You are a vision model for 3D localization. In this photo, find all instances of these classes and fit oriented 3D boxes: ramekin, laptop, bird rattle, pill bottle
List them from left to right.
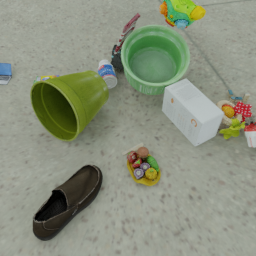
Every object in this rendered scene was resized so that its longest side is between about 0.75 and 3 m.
[{"bbox_3d":[-6.039,-2.571,13.243,0.872,0.540,0.931,5,51,5],"label":"laptop"},{"bbox_3d":[-0.996,-2.550,13.079,0.768,0.768,1.369,-11,52,-8],"label":"pill bottle"},{"bbox_3d":[1.117,-2.826,12.095,2.852,1.393,2.852,0,74,-2],"label":"ramekin"},{"bbox_3d":[4.134,-0.558,11.057,1.477,1.021,1.812,35,59,-3],"label":"bird rattle"}]

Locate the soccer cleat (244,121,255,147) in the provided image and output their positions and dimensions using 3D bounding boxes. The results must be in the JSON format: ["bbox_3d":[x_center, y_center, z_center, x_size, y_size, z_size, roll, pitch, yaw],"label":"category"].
[{"bbox_3d":[5.324,0.094,10.983,2.312,0.985,0.793,-16,12,-38],"label":"soccer cleat"}]

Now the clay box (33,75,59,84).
[{"bbox_3d":[-3.819,-2.108,13.018,1.232,0.293,0.708,-3,50,-4],"label":"clay box"}]

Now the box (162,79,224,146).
[{"bbox_3d":[2.477,-0.643,11.104,1.099,1.402,2.254,-24,55,-19],"label":"box"}]

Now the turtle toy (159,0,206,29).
[{"bbox_3d":[1.986,-4.468,10.692,1.689,1.171,2.317,41,29,1],"label":"turtle toy"}]

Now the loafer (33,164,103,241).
[{"bbox_3d":[-1.860,2.228,8.995,1.074,1.049,2.942,27,56,20],"label":"loafer"}]

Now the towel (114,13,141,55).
[{"bbox_3d":[-0.052,-4.028,12.113,0.191,1.678,1.209,35,59,1],"label":"towel"}]

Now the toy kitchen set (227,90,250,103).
[{"bbox_3d":[4.888,-1.484,12.416,0.755,0.445,0.605,-1,51,-1],"label":"toy kitchen set"}]

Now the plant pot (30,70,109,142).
[{"bbox_3d":[-2.066,-1.129,11.097,2.487,2.487,2.395,29,44,22],"label":"plant pot"}]

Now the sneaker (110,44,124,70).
[{"bbox_3d":[0.575,-3.369,13.359,2.846,1.128,1.073,2,25,0],"label":"sneaker"}]

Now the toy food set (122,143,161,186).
[{"bbox_3d":[0.499,1.207,10.124,1.067,0.592,1.813,-20,54,-15],"label":"toy food set"}]
